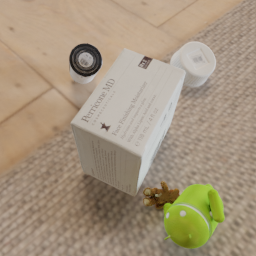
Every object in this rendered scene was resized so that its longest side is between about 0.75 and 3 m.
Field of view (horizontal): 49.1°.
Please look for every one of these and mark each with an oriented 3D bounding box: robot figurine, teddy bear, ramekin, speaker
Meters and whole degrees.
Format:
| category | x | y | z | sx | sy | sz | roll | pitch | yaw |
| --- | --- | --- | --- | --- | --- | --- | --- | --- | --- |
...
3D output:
| category | x | y | z | sx | sy | sz | roll | pitch | yaw |
| --- | --- | --- | --- | --- | --- | --- | --- | --- | --- |
| robot figurine | 1.456 | 1.906 | 6.143 | 1.721 | 1.510 | 0.995 | -30 | 90 | -48 |
| teddy bear | 0.789 | 1.657 | 6.867 | 0.945 | 0.316 | 0.685 | -16 | 92 | -16 |
| ramekin | 2.093 | -2.055 | 8.901 | 1.372 | 0.669 | 1.372 | 4 | 74 | -13 |
| speaker | -1.269 | -1.788 | 8.122 | 0.870 | 2.142 | 0.870 | -1 | 94 | -11 |

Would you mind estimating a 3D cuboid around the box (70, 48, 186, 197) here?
| category | x | y | z | sx | sy | sz | roll | pitch | yaw |
| --- | --- | --- | --- | --- | --- | --- | --- | --- | --- |
| box | 0.041 | -0.063 | 6.779 | 1.600 | 2.448 | 2.435 | 23 | 61 | 12 |
